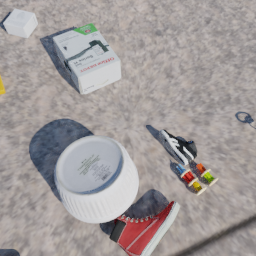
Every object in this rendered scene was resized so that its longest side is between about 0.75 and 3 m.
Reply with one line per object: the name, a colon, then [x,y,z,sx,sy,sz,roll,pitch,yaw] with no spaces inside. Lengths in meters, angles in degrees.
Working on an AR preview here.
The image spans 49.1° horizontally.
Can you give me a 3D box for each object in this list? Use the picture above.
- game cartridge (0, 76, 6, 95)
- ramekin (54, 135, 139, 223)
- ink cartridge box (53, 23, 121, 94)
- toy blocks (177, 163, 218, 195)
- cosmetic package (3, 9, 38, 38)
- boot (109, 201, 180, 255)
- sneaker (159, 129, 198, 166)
game cartridge: [-5.156,-1.467,9.425,1.715,0.278,1.512,-21,62,-15]
ramekin: [-0.821,1.161,7.035,2.111,1.108,2.111,-5,51,6]
ink cartridge box: [-1.383,-2.392,9.572,1.573,0.892,2.146,-27,63,-15]
toy blocks: [1.883,1.262,7.747,0.794,0.346,0.953,-32,64,-17]
cosmetic package: [-4.093,-3.998,10.733,0.871,0.537,0.873,17,61,10]
boot: [0.388,2.291,7.003,1.265,0.635,1.753,35,69,20]
sneaker: [1.514,0.444,8.210,0.699,0.457,1.250,-30,72,-20]
